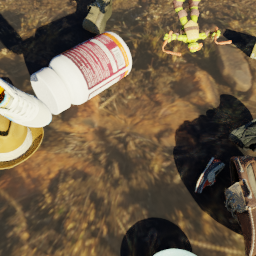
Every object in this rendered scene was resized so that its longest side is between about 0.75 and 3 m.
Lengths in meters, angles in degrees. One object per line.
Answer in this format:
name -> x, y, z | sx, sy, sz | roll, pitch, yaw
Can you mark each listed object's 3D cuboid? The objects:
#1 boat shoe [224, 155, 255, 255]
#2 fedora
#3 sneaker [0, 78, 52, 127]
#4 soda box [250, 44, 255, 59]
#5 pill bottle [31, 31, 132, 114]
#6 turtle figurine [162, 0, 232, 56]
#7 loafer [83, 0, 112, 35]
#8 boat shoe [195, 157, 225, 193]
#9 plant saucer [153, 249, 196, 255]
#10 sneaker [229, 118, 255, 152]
boat shoe -> 2.605, 1.670, 6.191 | 0.961, 1.014, 2.678 | 10, 41, 13
fedora -> -3.380, 0.064, 7.554 | 2.146, 0.875, 2.146 | 0, 50, 0
sneaker -> -2.151, -0.442, 5.188 | 0.694, 1.719, 0.658 | 32, 91, 51
soda box -> 5.443, -2.632, 10.040 | 1.816, 0.581, 0.615 | 24, 53, 20
pill bottle -> -1.375, -1.702, 8.596 | 1.573, 1.573, 2.871 | 37, 58, 27
turtle figurine -> 1.414, -2.165, 6.040 | 1.515, 0.488, 1.221 | -8, 91, -2
loafer -> -1.230, -4.918, 11.731 | 0.871, 0.982, 2.584 | 11, 50, 3
boat shoe -> 2.019, 1.195, 6.920 | 0.362, 0.412, 1.159 | 30, 51, 20
plant saucer -> 0.937, 3.133, 5.317 | 1.547, 0.298, 1.547 | 1, 50, -1
sneaker -> 3.552, 0.188, 7.692 | 1.392, 0.532, 0.797 | -26, 56, -17
